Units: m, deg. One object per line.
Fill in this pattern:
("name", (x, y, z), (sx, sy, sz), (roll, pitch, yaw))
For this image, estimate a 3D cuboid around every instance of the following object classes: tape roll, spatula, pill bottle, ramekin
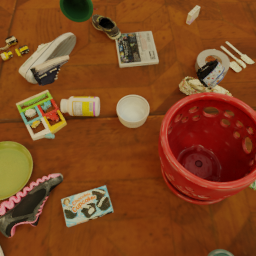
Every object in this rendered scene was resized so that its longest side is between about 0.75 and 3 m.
("tape roll", (3.570, -2.679, 11.885), (1.372, 0.453, 1.372), (0, 60, -1))
("spatula", (4.602, -3.169, 12.349), (1.127, 0.130, 1.620), (-32, 66, -15))
("pill bottle", (-1.810, -0.832, 10.698), (1.417, 0.739, 0.739), (2, 61, 1))
("ramekin", (0.180, -0.580, 10.612), (1.226, 0.644, 1.226), (0, 60, 0))

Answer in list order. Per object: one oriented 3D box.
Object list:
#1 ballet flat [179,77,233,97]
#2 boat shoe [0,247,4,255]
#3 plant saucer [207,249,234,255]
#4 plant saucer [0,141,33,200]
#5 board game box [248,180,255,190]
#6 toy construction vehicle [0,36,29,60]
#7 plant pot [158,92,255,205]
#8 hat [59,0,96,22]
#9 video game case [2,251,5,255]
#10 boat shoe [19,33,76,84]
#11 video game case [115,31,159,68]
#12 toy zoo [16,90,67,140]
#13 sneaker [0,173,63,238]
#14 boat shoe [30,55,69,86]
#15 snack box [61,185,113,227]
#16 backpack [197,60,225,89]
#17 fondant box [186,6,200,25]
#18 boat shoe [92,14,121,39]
("ballet flat", (3.120, -1.477, 11.075), (2.223, 0.711, 0.841), (15, 61, 8))
("boat shoe", (-4.481, 3.149, 8.377), (0.834, 0.817, 2.357), (-36, 60, -18))
("plant saucer", (2.809, 4.148, 8.274), (1.064, 0.146, 1.064), (0, 62, 0))
("plant saucer", (-4.312, 1.477, 9.651), (2.124, 0.330, 2.124), (0, 62, 0))
("board game box", (4.308, 1.678, 9.658), (0.529, 0.114, 0.786), (33, 66, 16))
("toy construction vehicle", (-5.095, -3.474, 12.411), (1.193, 0.420, 1.038), (-33, 77, -14))
("plant pot", (2.345, 0.838, 8.631), (2.975, 2.709, 2.975), (0, 60, 0))
("hat", (-1.776, -4.681, 10.197), (1.188, 1.434, 1.262), (6, 56, -3))
("video game case", (-4.261, 3.996, 8.385), (1.037, 0.098, 0.741), (-33, 66, -18))
("boat shoe", (-3.428, -3.153, 11.798), (0.956, 1.053, 2.864), (33, 67, 16))
("video game case", (0.361, -3.537, 12.505), (1.709, 0.219, 1.879), (-6, 62, -4))
("toy zoo", (-3.283, -0.419, 10.765), (1.373, 0.214, 2.093), (-28, 65, -15))
("sneaker", (-3.034, 2.447, 8.899), (2.532, 1.000, 1.208), (-35, 85, -15))
("boat shoe", (-1.877, -1.430, 7.003), (1.097, 0.509, 0.409), (-34, 28, -34))
("snack box", (-1.321, 2.525, 9.092), (1.518, 0.282, 0.882), (-16, 62, -9))
("backpack", (2.579, -1.651, 8.578), (0.634, 0.784, 0.823), (32, 28, -15))
("fondant box", (3.098, -5.373, 13.323), (0.224, 0.554, 0.767), (36, 67, 16))
("boat shoe", (-1.072, -4.808, 12.859), (0.707, 0.597, 1.982), (-42, 59, -7))
